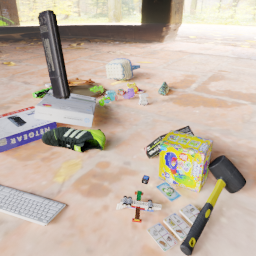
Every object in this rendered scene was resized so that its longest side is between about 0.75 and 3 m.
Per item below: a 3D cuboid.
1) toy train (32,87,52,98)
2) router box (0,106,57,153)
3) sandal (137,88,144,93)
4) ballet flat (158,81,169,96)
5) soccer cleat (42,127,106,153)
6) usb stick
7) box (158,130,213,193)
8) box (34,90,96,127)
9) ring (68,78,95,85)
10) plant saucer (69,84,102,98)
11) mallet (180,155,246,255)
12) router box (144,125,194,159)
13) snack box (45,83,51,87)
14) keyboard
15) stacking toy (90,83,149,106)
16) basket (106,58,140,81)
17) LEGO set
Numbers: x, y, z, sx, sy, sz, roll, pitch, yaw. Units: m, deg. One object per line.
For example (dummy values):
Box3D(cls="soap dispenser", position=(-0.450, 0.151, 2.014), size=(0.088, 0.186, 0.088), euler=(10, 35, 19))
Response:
Box3D(cls="toy train", position=(-4.241, -1.941, 14.679), size=(0.496, 0.367, 1.758), euler=(5, 24, 33))
Box3D(cls="router box", position=(-4.130, -0.038, 10.552), size=(2.239, 0.547, 2.010), euler=(-22, 34, -37))
Box3D(cls="sandal", position=(0.384, -2.119, 15.096), size=(1.098, 0.270, 0.447), euler=(23, 34, 38))
Box3D(cls="ballet flat", position=(1.932, -2.057, 14.865), size=(0.546, 0.546, 1.470), euler=(8, 29, 15))
Box3D(cls="soccer cleat", position=(-1.853, 0.430, 9.486), size=(2.191, 0.740, 0.888), euler=(-1, 37, -3))
Box3D(cls="usb stick", position=(-1.698, -1.635, 6.468), size=(0.552, 1.989, 0.324), euler=(9, 24, 45))
Box3D(cls="box", position=(1.583, 0.901, 7.792), size=(1.239, 1.286, 0.784), euler=(15, 31, 27))
Box3D(cls="box", position=(-2.416, -0.863, 11.447), size=(2.126, 0.562, 2.727), euler=(9, 18, -8))
Box3D(cls="ring", position=(-3.041, -2.609, 15.580), size=(2.404, 0.231, 2.404), euler=(0, 16, 0))
Box3D(cls="plant saucer", position=(-2.320, -1.880, 14.588), size=(2.044, 0.301, 2.044), euler=(1, 26, 0))
Box3D(cls="mallet", position=(2.092, 1.899, 6.713), size=(0.976, 0.610, 2.963), euler=(43, 48, -5))
Box3D(cls="router box", position=(1.316, 0.455, 9.029), size=(1.356, 1.016, 0.421), euler=(-18, 75, -33))
Box3D(cls="snack box", position=(-4.230, -2.532, 16.100), size=(0.363, 0.123, 1.009), euler=(21, 33, 37))
Box3D(cls="keyboard", position=(-3.028, 1.850, 7.190), size=(2.854, 0.152, 0.803), euler=(10, 28, 19))
Box3D(cls="stacking toy", position=(-0.409, -1.581, 13.601), size=(2.527, 0.594, 1.905), euler=(-7, 27, -17))
Box3D(cls="basket", position=(-0.379, -3.528, 16.765), size=(1.642, 1.295, 1.862), euler=(7, 29, 34))
Box3D(cls="LEGO set", position=(0.721, 1.988, 6.836), size=(1.476, 0.485, 1.976), euler=(-18, 43, -34))
